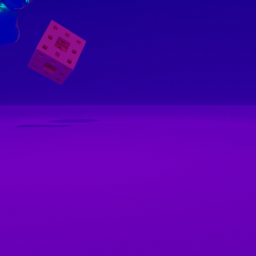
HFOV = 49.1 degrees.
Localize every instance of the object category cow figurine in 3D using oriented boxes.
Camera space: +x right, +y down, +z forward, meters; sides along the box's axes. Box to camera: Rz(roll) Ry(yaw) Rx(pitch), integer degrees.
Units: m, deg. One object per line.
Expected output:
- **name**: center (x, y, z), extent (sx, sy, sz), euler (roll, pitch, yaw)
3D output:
- **cow figurine**: center (-3.054, -2.923, 7.177), extent (1.696, 1.723, 0.946), euler (-8, 49, -5)

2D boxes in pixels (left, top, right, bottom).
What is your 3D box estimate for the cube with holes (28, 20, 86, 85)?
- **cube with holes**: center (-2.549, -2.647, 10.035), extent (1.333, 1.333, 1.333), euler (28, -28, -21)
